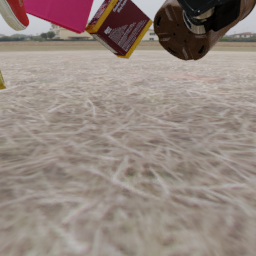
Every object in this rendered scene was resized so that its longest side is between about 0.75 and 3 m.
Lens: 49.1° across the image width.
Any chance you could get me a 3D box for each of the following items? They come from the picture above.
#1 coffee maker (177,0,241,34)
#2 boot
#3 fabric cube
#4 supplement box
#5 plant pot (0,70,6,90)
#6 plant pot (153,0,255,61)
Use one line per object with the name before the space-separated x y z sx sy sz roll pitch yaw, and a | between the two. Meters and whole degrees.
coffee maker | 1.911 -2.747 5.768 1.740 1.220 1.812 -2 5 18
boot | -1.831 -2.736 5.124 1.528 0.767 2.118 -29 -12 -8
fabric cube | -1.809 -3.677 7.262 1.924 1.887 1.917 17 15 -16
supplement box | -0.273 -2.978 8.151 1.343 1.324 0.891 34 1 -28
plant pot | -2.684 -1.223 3.525 1.644 1.864 1.864 -19 13 -20
plant pot | 2.066 -3.363 8.038 2.382 2.382 2.358 18 60 43
